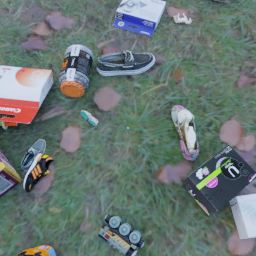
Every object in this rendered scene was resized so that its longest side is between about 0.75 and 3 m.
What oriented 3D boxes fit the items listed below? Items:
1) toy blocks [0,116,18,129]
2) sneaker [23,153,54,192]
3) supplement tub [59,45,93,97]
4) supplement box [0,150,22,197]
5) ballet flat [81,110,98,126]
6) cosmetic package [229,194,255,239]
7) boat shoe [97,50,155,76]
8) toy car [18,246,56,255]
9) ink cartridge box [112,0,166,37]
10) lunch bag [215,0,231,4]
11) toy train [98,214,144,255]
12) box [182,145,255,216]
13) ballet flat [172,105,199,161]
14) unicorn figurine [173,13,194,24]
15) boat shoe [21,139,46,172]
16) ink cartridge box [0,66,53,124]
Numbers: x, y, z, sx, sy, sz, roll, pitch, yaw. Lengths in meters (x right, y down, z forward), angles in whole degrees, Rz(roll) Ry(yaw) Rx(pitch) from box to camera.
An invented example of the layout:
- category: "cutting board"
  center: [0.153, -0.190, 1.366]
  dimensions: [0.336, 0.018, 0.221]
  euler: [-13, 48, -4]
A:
- category: "toy blocks"
  center: [-4.621, -0.555, 11.078]
  dimensions: [1.506, 0.547, 1.255]
  euler: [-4, 64, -3]
- category: "sneaker"
  center: [-3.193, 1.633, 10.051]
  dimensions: [0.662, 0.515, 1.471]
  euler: [14, 63, 10]
- category: "supplement tub"
  center: [-2.136, -2.331, 11.563]
  dimensions: [1.198, 1.198, 1.956]
  euler: [4, 64, 2]
- category: "supplement box"
  center: [-5.131, 1.069, 9.664]
  dimensions: [1.340, 1.700, 2.597]
  euler: [-38, 69, -16]
- category: "ballet flat"
  center: [-1.519, -0.409, 11.189]
  dimensions: [0.873, 0.330, 0.279]
  euler: [43, 42, 14]
- category: "cosmetic package"
  center: [4.272, 2.899, 9.298]
  dimensions: [1.301, 0.802, 1.305]
  euler: [-8, 66, -3]
- category: "boat shoe"
  center: [-0.062, -2.822, 11.946]
  dimensions: [2.567, 0.910, 0.925]
  euler: [-14, 65, -6]
- category: "toy car"
  center: [-2.268, 4.799, 8.636]
  dimensions: [2.726, 1.337, 0.907]
  euler: [58, 32, 5]
- category: "ink cartridge box"
  center: [0.541, -5.523, 13.502]
  dimensions: [2.078, 0.423, 2.082]
  euler: [18, 66, 8]
- category: "lunch bag"
  center: [4.527, -7.052, 13.971]
  dimensions: [1.531, 0.900, 1.256]
  euler: [12, 65, 0]
- category: "toy train"
  center: [-0.241, 3.521, 9.138]
  dimensions: [1.522, 0.648, 0.867]
  euler: [34, 81, 13]
- category: "box"
  center: [3.094, 1.801, 9.599]
  dimensions: [1.924, 1.196, 1.429]
  euler: [-34, 69, -16]
- category: "ballet flat"
  center: [2.252, 0.031, 10.622]
  dimensions: [0.834, 0.858, 2.412]
  euler: [-5, 64, -7]
- category: "unicorn figurine"
  center: [2.666, -5.224, 13.447]
  dimensions: [0.928, 0.343, 0.637]
  euler: [-13, 75, 10]
- category: "boat shoe"
  center: [-3.523, 0.961, 10.423]
  dimensions: [0.496, 0.421, 1.361]
  euler: [23, 67, 10]
- category: "ink cartridge box"
  center: [-4.443, -1.398, 10.889]
  dimensions: [2.285, 0.706, 2.818]
  euler: [6, 40, 3]
